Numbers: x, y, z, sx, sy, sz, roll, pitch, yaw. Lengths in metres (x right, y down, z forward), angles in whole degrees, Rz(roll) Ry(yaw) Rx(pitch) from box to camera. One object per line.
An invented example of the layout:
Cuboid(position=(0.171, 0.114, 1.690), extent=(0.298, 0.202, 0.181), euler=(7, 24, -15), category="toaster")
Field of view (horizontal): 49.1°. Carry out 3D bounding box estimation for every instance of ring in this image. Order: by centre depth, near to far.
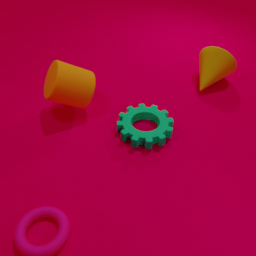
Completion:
Cuboid(position=(-1.922, 2.301, 6.273), extent=(1.208, 0.242, 1.208), euler=(2, 41, -1), category="ring")

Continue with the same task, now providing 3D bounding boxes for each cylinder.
Cuboid(position=(-1.792, -1.313, 8.564), extent=(1.204, 1.204, 1.204), euler=(13, 40, -32), category="cylinder")

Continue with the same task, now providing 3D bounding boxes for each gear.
Cuboid(position=(0.512, -0.087, 8.431), extent=(1.659, 0.307, 1.659), euler=(0, 44, 0), category="gear")

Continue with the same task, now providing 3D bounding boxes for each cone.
Cuboid(position=(2.818, -1.830, 9.731), extent=(1.376, 1.376, 1.381), euler=(26, 72, 22), category="cone")
